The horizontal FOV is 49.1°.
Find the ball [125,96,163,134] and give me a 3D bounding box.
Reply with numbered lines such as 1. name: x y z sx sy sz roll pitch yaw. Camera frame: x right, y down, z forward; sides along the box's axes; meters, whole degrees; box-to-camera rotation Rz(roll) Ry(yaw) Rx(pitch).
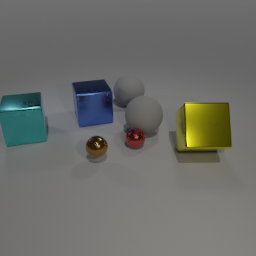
1. ball: 0.584 -0.487 10.271 1.400 1.400 1.400 0 30 0

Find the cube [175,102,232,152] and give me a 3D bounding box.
1. cube: 2.363 0.015 9.003 1.400 1.400 1.400 -1 -8 -1

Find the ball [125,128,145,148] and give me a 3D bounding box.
1. ball: 0.253 0.347 9.674 0.700 0.700 0.700 0 30 0

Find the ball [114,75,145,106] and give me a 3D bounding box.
1. ball: 0.051 -1.682 12.552 1.400 1.400 1.400 0 30 0

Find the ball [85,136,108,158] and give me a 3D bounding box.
1. ball: -0.986 0.591 8.812 0.700 0.700 0.700 0 30 0

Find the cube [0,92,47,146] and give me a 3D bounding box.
1. cube: -3.773 -0.354 10.189 1.400 1.400 1.400 -8 30 -13

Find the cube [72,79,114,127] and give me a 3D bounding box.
1. cube: -1.443 -1.042 11.396 1.400 1.400 1.400 -9 31 -14
